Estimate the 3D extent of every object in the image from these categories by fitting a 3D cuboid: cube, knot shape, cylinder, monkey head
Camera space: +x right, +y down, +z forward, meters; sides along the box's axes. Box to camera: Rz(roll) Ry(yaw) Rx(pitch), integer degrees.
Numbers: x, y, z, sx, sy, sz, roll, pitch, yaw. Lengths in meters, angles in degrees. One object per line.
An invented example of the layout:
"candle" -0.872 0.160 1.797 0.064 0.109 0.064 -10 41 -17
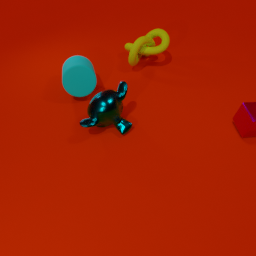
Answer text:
"cube" 3.612 -0.248 8.064 0.733 0.733 0.733 -3 53 -12
"knot shape" 0.538 -2.906 10.250 1.779 0.822 1.665 -12 22 41
"cylinder" -1.611 -1.708 9.192 1.070 1.070 1.070 -8 32 -8
"monkey head" -0.491 -0.443 8.073 1.285 1.076 1.786 40 79 24
